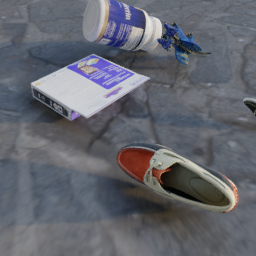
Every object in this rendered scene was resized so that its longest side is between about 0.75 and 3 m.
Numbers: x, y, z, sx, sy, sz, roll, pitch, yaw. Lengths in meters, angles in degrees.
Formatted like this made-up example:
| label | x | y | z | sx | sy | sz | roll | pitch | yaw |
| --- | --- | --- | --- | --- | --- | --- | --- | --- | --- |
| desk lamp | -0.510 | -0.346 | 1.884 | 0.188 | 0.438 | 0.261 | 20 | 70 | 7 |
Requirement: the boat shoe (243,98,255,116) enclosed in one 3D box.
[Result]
| label | x | y | z | sx | sy | sz | roll | pitch | yaw |
| --- | --- | --- | --- | --- | --- | --- | --- | --- | --- |
| boat shoe | 3.447 | -0.449 | 7.325 | 0.982 | 0.347 | 0.313 | 32 | 73 | 15 |

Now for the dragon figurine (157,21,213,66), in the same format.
| label | x | y | z | sx | sy | sz | roll | pitch | yaw |
| --- | --- | --- | --- | --- | --- | --- | --- | --- | --- |
| dragon figurine | 1.958 | -2.744 | 9.578 | 2.793 | 0.822 | 1.388 | 25 | 37 | -34 |

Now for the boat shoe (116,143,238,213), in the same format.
| label | x | y | z | sx | sy | sz | roll | pitch | yaw |
| --- | --- | --- | --- | --- | --- | --- | --- | --- | --- |
| boat shoe | 0.825 | 0.925 | 5.456 | 2.570 | 0.915 | 0.804 | 20 | 7 | 24 |

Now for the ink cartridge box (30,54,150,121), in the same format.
| label | x | y | z | sx | sy | sz | roll | pitch | yaw |
| --- | --- | --- | --- | --- | --- | --- | --- | --- | --- |
| ink cartridge box | -1.108 | -1.207 | 8.372 | 2.578 | 0.559 | 2.554 | 29 | 50 | 33 |

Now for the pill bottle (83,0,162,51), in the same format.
| label | x | y | z | sx | sy | sz | roll | pitch | yaw |
| --- | --- | --- | --- | --- | --- | --- | --- | --- | --- |
| pill bottle | -0.164 | -3.601 | 9.993 | 2.592 | 1.500 | 1.500 | 3 | 35 | -32 |
